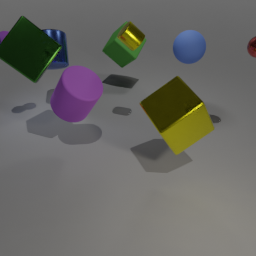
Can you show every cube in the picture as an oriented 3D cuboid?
[{"bbox_3d":[1.433,-0.351,8.200,1.400,1.400,1.400,-35,49,5],"label":"cube"},{"bbox_3d":[-3.099,-2.384,8.832,1.400,1.400,1.400,37,-3,-19],"label":"cube"},{"bbox_3d":[-0.191,-4.204,14.253,1.400,1.400,1.400,-15,43,57],"label":"cube"}]

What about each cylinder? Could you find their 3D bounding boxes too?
[{"bbox_3d":[0.107,-3.120,9.524,0.700,0.700,0.700,36,22,-24],"label":"cylinder"},{"bbox_3d":[-1.736,-1.116,9.389,1.400,1.400,1.400,17,53,-23],"label":"cylinder"},{"bbox_3d":[-3.325,-3.357,12.115,1.400,1.400,1.400,-5,1,0],"label":"cylinder"}]

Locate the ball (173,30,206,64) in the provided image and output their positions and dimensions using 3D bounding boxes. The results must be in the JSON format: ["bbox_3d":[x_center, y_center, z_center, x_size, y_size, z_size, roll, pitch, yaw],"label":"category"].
[{"bbox_3d":[2.639,-3.474,12.059,1.400,1.400,1.400,0,31,0],"label":"ball"}]

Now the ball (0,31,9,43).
[{"bbox_3d":[-4.471,-3.195,10.269,0.700,0.700,0.700,0,31,0],"label":"ball"}]

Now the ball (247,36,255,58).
[{"bbox_3d":[4.225,-2.623,9.049,0.700,0.700,0.700,0,31,0],"label":"ball"}]
